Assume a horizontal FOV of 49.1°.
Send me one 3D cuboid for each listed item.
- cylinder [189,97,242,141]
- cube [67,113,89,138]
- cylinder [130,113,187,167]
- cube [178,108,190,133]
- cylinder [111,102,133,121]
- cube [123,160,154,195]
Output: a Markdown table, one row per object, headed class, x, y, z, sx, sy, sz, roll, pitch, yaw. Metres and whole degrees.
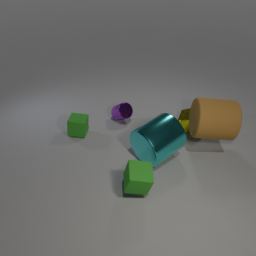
| class | x | y | z | sx | sy | sz | roll | pitch | yaw |
| --- | --- | --- | --- | --- | --- | --- | --- | --- | --- |
| cylinder | 2.974 | -0.310 | 9.704 | 1.400 | 1.400 | 1.400 | 4 | 31 | -3 |
| cube | -1.982 | -0.116 | 11.133 | 0.700 | 0.700 | 0.700 | 7 | 33 | 1 |
| cylinder | 1.011 | 0.397 | 9.524 | 1.400 | 1.400 | 1.400 | -31 | 42 | -26 |
| cube | 2.495 | -0.309 | 11.193 | 0.700 | 0.700 | 0.700 | -11 | 40 | 42 |
| cylinder | -0.260 | -0.695 | 11.922 | 0.700 | 0.700 | 0.700 | -21 | 4 | -30 |
| cube | 0.286 | 1.415 | 8.012 | 0.700 | 0.700 | 0.700 | 8 | 46 | -11 |
